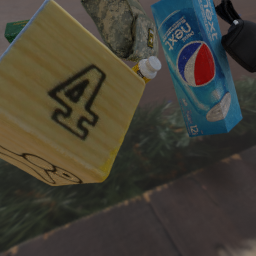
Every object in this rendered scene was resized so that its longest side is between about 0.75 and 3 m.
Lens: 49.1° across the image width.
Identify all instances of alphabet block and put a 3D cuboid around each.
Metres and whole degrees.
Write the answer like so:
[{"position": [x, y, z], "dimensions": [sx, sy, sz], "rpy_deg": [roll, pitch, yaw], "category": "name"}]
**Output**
[{"position": [-1.309, -0.391, 4.774], "dimensions": [2.044, 2.093, 2.055], "rpy_deg": [-15, 45, 51], "category": "alphabet block"}]

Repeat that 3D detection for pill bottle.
[{"position": [0.417, -1.535, 7.769], "dimensions": [0.588, 1.050, 0.588], "rpy_deg": [17, 60, -31], "category": "pill bottle"}]

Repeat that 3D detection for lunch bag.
[{"position": [0.012, -2.983, 8.380], "dimensions": [2.378, 1.398, 1.951], "rpy_deg": [61, 24, 6], "category": "lunch bag"}]

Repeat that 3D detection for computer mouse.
[{"position": [2.445, -2.308, 6.212], "dimensions": [1.942, 0.637, 2.766], "rpy_deg": [46, 37, 2], "category": "computer mouse"}]

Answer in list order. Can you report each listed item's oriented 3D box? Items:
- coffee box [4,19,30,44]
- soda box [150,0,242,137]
[{"position": [-1.878, -1.744, 6.658], "dimensions": [1.178, 1.916, 0.421], "rpy_deg": [-6, 64, 9], "category": "coffee box"}, {"position": [1.539, -1.371, 6.090], "dimensions": [0.956, 2.981, 1.011], "rpy_deg": [-10, 12, 42], "category": "soda box"}]
